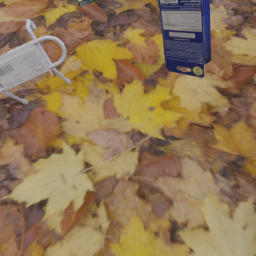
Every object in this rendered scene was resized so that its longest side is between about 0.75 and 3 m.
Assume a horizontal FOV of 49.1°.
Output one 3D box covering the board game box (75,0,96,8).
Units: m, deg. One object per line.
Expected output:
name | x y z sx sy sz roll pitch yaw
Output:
board game box | -0.815 -3.551 6.932 1.257 0.183 0.846 -28 64 -6

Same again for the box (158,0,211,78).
box | 1.289 -2.166 6.344 0.318 1.965 1.190 -33 38 -31

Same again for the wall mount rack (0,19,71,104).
wall mount rack | -1.792 -1.015 4.992 1.691 1.469 0.631 -23 42 3
